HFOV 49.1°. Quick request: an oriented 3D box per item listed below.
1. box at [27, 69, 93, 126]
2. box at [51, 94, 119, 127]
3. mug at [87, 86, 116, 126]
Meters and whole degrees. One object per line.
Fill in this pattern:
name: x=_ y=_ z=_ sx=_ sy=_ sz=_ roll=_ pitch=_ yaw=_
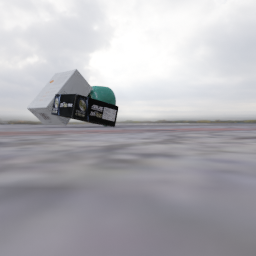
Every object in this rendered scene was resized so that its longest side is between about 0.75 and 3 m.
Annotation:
box: x=-2.987 y=-1.330 z=12.385 sx=1.733 sy=2.276 sz=1.210 roll=2 pitch=-39 yaw=44
box: x=-1.630 y=-0.677 z=10.709 sx=1.966 sy=0.846 sz=1.610 roll=13 pitch=-3 yaw=-40
mug: x=-1.398 y=-1.152 z=13.210 sx=1.159 sy=1.541 sz=1.875 roll=-2 pitch=35 yaw=-43
